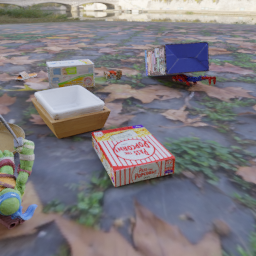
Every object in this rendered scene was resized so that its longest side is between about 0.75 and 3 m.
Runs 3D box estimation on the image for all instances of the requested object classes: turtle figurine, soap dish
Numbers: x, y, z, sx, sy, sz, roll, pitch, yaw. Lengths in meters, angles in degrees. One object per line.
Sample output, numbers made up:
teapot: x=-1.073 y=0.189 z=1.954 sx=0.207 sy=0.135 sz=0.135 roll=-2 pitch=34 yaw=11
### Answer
turtle figurine: x=-2.950 y=0.741 z=5.843 sx=2.411 sy=2.486 sz=1.789 roll=4 pitch=57 yaw=58
soap dish: x=-2.071 y=-0.627 z=9.905 sx=2.011 sy=1.038 sz=2.556 roll=-15 pitch=29 yaw=-28

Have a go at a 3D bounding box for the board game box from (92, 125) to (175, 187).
board game box: x=0.061 y=0.665 z=7.836 sx=1.656 sy=0.506 sz=2.186 roll=-10 pitch=28 yaw=-19

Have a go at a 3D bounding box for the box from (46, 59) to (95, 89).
box: x=-2.805 y=-2.643 z=13.845 sx=2.161 sy=1.216 sz=1.095 roll=-10 pitch=27 yaw=-19

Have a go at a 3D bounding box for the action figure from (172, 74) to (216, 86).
action figure: x=3.229 y=-2.456 z=14.235 sx=2.340 sy=0.605 sz=0.765 roll=18 pitch=25 yaw=41

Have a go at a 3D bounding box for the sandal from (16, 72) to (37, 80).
sandal: x=-5.633 y=-2.945 z=15.437 sx=0.504 sy=0.377 sz=1.315 roll=17 pitch=30 yaw=30

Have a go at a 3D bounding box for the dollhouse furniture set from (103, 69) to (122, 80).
dollhouse furniture set: x=-0.749 y=-3.047 z=15.502 sx=0.982 sy=0.506 sz=0.971 roll=-15 pitch=30 yaw=-28

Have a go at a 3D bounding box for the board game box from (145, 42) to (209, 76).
board game box: x=2.450 y=-3.537 z=14.626 sx=2.335 sy=1.419 sz=2.929 roll=-7 pitch=11 yaw=-14

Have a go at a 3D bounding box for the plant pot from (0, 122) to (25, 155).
plant pot: x=-4.367 y=0.521 z=8.232 sx=2.581 sy=0.355 sz=2.581 roll=2 pitch=29 yaw=-1
